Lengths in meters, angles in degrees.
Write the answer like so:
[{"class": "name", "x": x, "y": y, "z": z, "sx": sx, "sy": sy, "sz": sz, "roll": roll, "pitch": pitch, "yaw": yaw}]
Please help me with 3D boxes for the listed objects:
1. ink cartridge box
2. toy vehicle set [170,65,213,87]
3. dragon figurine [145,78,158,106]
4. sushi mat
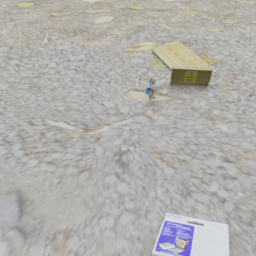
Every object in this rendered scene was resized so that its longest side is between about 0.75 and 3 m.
[{"class": "ink cartridge box", "x": 1.105, "y": 1.942, "z": 4.744, "sx": 1.171, "sy": 0.256, "sz": 1.182, "roll": 6, "pitch": 18, "yaw": 17}, {"class": "toy vehicle set", "x": 2.017, "y": -1.673, "z": 9.021, "sx": 1.269, "sy": 0.788, "sz": 0.168, "roll": 4, "pitch": 58, "yaw": 4}, {"class": "dragon figurine", "x": 0.682, "y": -1.068, "z": 8.396, "sx": 0.250, "sy": 0.850, "sz": 0.423, "roll": 11, "pitch": 16, "yaw": -15}, {"class": "sushi mat", "x": 1.916, "y": -2.665, "z": 10.609, "sx": 1.211, "sy": 0.153, "sz": 2.532, "roll": -19, "pitch": 42, "yaw": -9}]
